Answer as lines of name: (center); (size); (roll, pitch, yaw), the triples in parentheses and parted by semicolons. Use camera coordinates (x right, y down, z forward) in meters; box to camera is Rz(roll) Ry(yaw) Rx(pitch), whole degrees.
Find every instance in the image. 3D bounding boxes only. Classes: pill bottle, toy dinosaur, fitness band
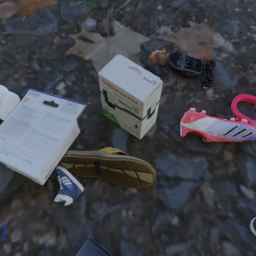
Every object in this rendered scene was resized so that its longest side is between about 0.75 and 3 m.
pill bottle: (-4.915, -1.086, 9.736); (2.049, 1.167, 1.167); (23, 63, 13)
toy dinosaur: (1.269, -2.724, 11.013); (1.224, 0.525, 0.830); (27, 72, -23)
fitness band: (4.500, -0.559, 9.969); (1.665, 0.312, 1.196); (28, 62, 14)

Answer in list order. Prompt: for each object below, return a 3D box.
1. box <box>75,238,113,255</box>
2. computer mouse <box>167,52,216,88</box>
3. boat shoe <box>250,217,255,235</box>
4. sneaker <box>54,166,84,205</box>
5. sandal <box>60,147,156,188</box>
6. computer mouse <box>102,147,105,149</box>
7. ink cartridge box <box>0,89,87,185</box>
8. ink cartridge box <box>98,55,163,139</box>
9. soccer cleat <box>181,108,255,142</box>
box: (-0.997, 4.220, 7.140); (1.667, 0.539, 2.113); (33, 65, 18)
computer mouse: (2.381, -2.288, 10.851); (1.932, 0.509, 1.338); (19, 62, -2)
boat shoe: (4.501, 3.091, 7.666); (2.135, 0.724, 0.766); (31, 65, 16)
sneaker: (-2.016, 1.796, 8.530); (1.171, 0.472, 0.857); (40, 64, 14)
sandal: (-0.599, 1.074, 8.700); (2.996, 1.203, 0.809); (9, 39, 10)
computer mouse: (-0.808, 1.027, 8.983); (0.587, 0.192, 0.836); (37, 104, -3)
ink cartridge box: (-2.954, 0.129, 8.998); (2.741, 0.558, 2.747); (18, 63, 30)
ink cartridge box: (0.050, -0.913, 8.952); (1.735, 2.367, 0.983); (34, 66, 17)
soccer cleat: (3.096, 0.118, 9.352); (2.709, 0.904, 1.036); (15, 85, 5)
